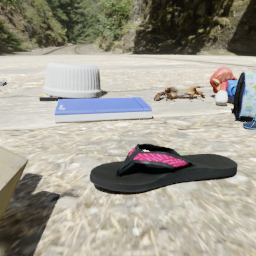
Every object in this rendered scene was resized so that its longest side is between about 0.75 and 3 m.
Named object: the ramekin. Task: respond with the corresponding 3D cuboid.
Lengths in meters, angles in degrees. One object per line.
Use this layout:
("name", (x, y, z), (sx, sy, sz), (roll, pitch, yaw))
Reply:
("ramekin", (-2.389, -2.165, 12.294), (2.531, 1.328, 2.531), (5, 15, -1))

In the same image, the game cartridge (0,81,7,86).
("game cartridge", (-7.118, -2.453, 15.492), (0.624, 0.185, 0.962), (-7, 18, -8))

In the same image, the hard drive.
("hard drive", (-0.878, -0.664, 9.465), (2.985, 0.379, 1.969), (-3, 18, -9))

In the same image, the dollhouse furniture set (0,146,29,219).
("dollhouse furniture set", (-2.646, 0.523, 3.043), (2.415, 2.117, 1.604), (26, 15, -7))

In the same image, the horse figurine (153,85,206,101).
("horse figurine", (2.188, -1.504, 11.705), (2.279, 0.569, 1.510), (-4, 6, 5))

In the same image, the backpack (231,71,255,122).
("backpack", (3.927, -1.024, 8.793), (1.082, 1.472, 1.347), (4, 18, 12))

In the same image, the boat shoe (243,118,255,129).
("boat shoe", (3.735, -0.156, 7.988), (0.912, 0.313, 0.384), (-2, 18, -5))

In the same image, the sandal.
("sandal", (0.678, 0.585, 5.119), (2.809, 0.633, 1.055), (-5, 18, -15))

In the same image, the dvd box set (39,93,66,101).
("dvd box set", (-3.150, -1.365, 11.985), (0.974, 0.196, 1.332), (0, 18, -2))

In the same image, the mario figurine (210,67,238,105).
("mario figurine", (4.189, -1.346, 11.134), (1.703, 1.462, 2.758), (31, 15, -28))
